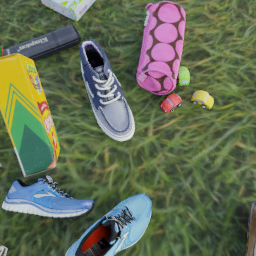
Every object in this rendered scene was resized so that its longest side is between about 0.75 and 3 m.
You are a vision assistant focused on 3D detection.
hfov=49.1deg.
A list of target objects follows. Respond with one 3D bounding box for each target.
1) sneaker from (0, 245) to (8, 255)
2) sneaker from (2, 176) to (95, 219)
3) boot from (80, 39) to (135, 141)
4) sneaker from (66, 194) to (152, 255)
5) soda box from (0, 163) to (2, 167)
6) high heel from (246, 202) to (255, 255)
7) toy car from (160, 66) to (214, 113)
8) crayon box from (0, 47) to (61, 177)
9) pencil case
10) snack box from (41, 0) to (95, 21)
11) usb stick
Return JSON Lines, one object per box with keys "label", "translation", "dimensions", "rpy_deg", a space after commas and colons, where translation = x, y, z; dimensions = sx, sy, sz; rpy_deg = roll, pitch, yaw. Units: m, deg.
{"label": "sneaker", "translation": [-4.051, 3.878, 6.358], "dimensions": [1.264, 1.146, 2.977], "rpy_deg": [31, 72, 16]}
{"label": "sneaker", "translation": [-2.011, 1.766, 7.249], "dimensions": [2.352, 0.924, 1.049], "rpy_deg": [8, 72, 3]}
{"label": "boot", "translation": [-0.690, -1.072, 8.099], "dimensions": [1.070, 1.329, 2.942], "rpy_deg": [-26, 71, -9]}
{"label": "sneaker", "translation": [-0.266, 2.448, 6.627], "dimensions": [1.024, 1.175, 2.613], "rpy_deg": [44, 53, 15]}
{"label": "soda box", "translation": [-4.098, 0.717, 7.938], "dimensions": [0.403, 0.365, 1.152], "rpy_deg": [-39, 74, -13]}
{"label": "high heel", "translation": [2.761, 3.059, 6.681], "dimensions": [2.624, 0.937, 1.871], "rpy_deg": [-19, 75, -23]}
{"label": "toy car", "translation": [1.766, -1.288, 8.698], "dimensions": [1.660, 0.370, 1.562], "rpy_deg": [-6, 69, -2]}
{"label": "crayon box", "translation": [-2.146, -0.530, 5.872], "dimensions": [0.675, 1.687, 2.657], "rpy_deg": [-17, 103, -7]}
{"label": "pencil case", "translation": [0.985, -2.522, 8.725], "dimensions": [1.330, 1.289, 2.840], "rpy_deg": [21, 64, -28]}
{"label": "snack box", "translation": [-1.848, -5.021, 10.005], "dimensions": [1.575, 0.587, 2.214], "rpy_deg": [30, 72, 11]}
{"label": "usb stick", "translation": [-2.923, -2.621, 9.160], "dimensions": [2.826, 0.461, 0.784], "rpy_deg": [-24, 71, -9]}
